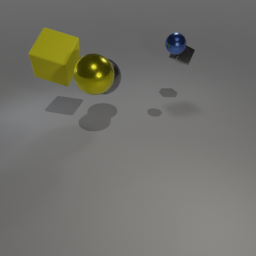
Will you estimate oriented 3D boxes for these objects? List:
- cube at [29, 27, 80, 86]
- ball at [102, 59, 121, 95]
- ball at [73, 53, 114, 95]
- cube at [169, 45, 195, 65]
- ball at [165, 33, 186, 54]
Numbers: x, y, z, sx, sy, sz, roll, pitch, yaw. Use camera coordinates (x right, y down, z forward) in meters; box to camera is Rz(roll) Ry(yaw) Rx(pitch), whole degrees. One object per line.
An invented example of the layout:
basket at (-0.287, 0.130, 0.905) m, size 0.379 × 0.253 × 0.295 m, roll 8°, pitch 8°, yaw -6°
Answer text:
cube at (-2.762, -2.705, 10.782) m, size 1.400 × 1.400 × 1.400 m, roll 17°, pitch 63°, yaw 1°
ball at (-0.960, -2.013, 10.941) m, size 1.400 × 1.400 × 1.400 m, roll 0°, pitch 32°, yaw 0°
ball at (-1.164, -1.829, 9.572) m, size 1.400 × 1.400 × 1.400 m, roll 0°, pitch 32°, yaw 0°
cube at (2.358, -3.260, 12.298) m, size 0.700 × 0.700 × 0.700 m, roll 18°, pitch 12°, yaw -25°
ball at (1.591, -2.818, 9.351) m, size 0.700 × 0.700 × 0.700 m, roll 0°, pitch 32°, yaw 0°
